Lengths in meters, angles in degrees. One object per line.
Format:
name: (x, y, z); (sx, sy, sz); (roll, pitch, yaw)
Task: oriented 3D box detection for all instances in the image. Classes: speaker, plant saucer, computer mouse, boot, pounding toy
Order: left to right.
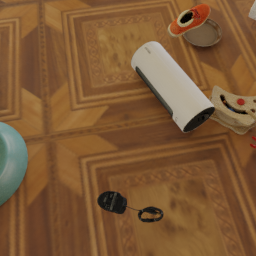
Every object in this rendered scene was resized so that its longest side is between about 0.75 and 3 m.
plant saucer: (-4.219, 0.935, 7.565); (2.853, 0.513, 2.853); (0, 63, 0)
computer mouse: (0.028, 1.615, 5.698); (1.433, 0.244, 0.420); (12, 68, 21)
speaker: (1.289, -1.248, 8.322); (1.142, 1.142, 2.813); (-29, 67, -14)
boot: (1.800, -3.049, 7.682); (1.429, 0.766, 0.536); (-37, 91, -12)
plant saucer: (2.594, -3.362, 9.922); (1.403, 0.225, 1.403); (0, 63, -1)
pounding toy: (3.334, -0.634, 7.958); (2.084, 1.196, 1.192); (32, 67, 17)

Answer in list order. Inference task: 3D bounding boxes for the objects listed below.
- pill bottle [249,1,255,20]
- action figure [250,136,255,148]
pill bottle: (5.457, -3.781, 9.460); (2.380, 1.423, 1.423); (33, 68, 17)
action figure: (4.042, 0.225, 7.957); (1.280, 0.419, 0.331); (-14, 32, -18)
